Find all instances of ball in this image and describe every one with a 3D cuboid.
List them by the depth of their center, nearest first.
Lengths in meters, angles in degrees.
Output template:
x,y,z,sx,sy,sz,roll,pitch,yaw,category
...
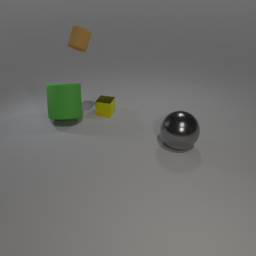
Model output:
x,y,z,sx,sy,sz,roll,pitch,yaw,category
1.849,0.081,9.987,1.400,1.400,1.400,0,30,0,ball

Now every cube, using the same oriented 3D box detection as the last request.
x,y,z,sx,sy,sz,roll,pitch,yaw,category
-1.000,-0.969,12.457,0.700,0.700,0.700,9,32,13,cube

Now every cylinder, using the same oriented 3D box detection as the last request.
x,y,z,sx,sy,sz,roll,pitch,yaw,category
-1.733,-3.166,9.983,0.700,0.700,0.700,19,2,-1,cylinder
-2.643,-1.135,11.653,1.400,1.400,1.400,-1,11,0,cylinder
